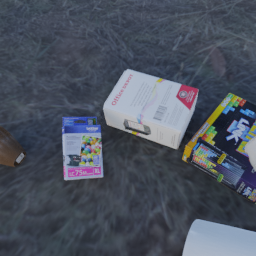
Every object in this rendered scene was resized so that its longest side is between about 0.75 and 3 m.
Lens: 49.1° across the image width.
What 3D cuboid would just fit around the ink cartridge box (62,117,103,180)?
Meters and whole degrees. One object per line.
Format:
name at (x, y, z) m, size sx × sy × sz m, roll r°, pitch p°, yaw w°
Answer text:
ink cartridge box at (-1.037, 0.432, 6.391) m, size 0.859 × 0.302 × 1.439 m, roll -1°, pitch 80°, yaw -22°

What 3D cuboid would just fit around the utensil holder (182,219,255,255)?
utensil holder at (1.803, 2.303, 4.508) m, size 1.636 × 1.390 × 1.390 m, roll 8°, pitch 49°, yaw 27°

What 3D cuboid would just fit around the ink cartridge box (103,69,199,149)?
ink cartridge box at (0.614, -0.536, 7.337) m, size 2.050 × 0.878 × 1.513 m, roll 19°, pitch 59°, yaw 18°

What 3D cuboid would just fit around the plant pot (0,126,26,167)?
plant pot at (-2.920, 0.517, 6.665) m, size 0.907 × 0.848 × 0.848 m, roll 28°, pitch 55°, yaw 11°

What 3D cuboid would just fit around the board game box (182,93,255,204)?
board game box at (2.758, 0.359, 6.842) m, size 1.914 × 0.657 × 2.315 m, roll 31°, pitch 57°, yaw 24°

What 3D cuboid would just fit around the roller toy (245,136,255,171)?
roller toy at (2.879, 0.521, 5.623) m, size 0.874 × 0.958 × 0.670 m, roll -8°, pitch 56°, yaw -12°
